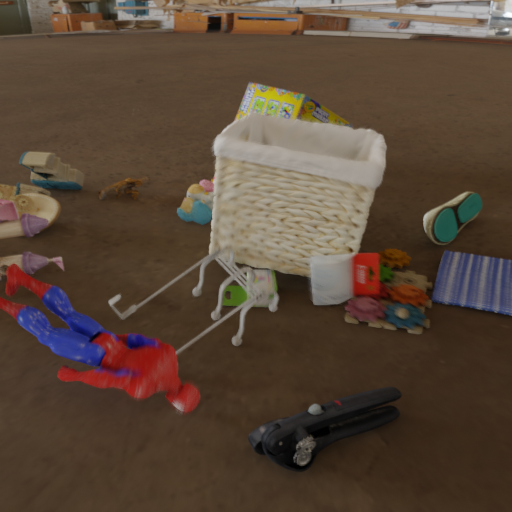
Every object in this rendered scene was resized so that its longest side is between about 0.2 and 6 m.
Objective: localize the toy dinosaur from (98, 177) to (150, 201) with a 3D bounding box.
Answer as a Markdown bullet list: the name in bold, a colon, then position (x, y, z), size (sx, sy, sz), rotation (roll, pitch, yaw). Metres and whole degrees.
- **toy dinosaur**: position (-3.234, -1.857, 14.449), size (1.733, 0.524, 0.921), rotation (-24, 35, -37)

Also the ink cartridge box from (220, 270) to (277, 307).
- **ink cartridge box**: position (-0.147, 0.575, 10.033), size (0.981, 0.372, 0.725), rotation (2, 28, -4)

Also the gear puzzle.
- **gear puzzle**: position (2.519, 0.466, 10.285), size (1.408, 0.356, 2.718), rotation (9, 29, 15)

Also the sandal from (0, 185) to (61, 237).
- **sandal**: position (-5.755, -1.127, 12.256), size (2.864, 0.942, 1.050), rotation (7, 70, 22)

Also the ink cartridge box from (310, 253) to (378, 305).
- **ink cartridge box**: position (1.517, 0.407, 9.568), size (1.140, 0.912, 0.269), rotation (-3, 36, 8)

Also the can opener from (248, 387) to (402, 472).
- **can opener**: position (0.966, 2.053, 7.015), size (2.117, 0.671, 0.832), rotation (-13, 30, -22)

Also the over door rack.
- **over door rack**: position (-1.018, 0.894, 9.197), size (2.354, 0.784, 1.739), rotation (-26, 37, -17)

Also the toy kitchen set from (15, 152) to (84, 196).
- **toy kitchen set**: position (-5.322, -1.541, 13.773), size (1.220, 1.660, 2.072), rotation (4, -8, 7)

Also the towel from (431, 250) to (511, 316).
- **towel**: position (4.614, 0.595, 10.227), size (2.523, 0.301, 1.827), rotation (10, 32, 20)

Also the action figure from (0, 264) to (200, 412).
- **action figure**: position (-2.247, 1.249, 7.734), size (3.316, 0.857, 1.085), rotation (25, 29, 10)

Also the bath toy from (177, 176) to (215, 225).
- **bath toy**: position (-1.123, -1.453, 13.511), size (0.768, 0.903, 2.078), rotation (-28, 13, 32)

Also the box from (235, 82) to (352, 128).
- **box**: position (1.018, -3.659, 15.880), size (2.241, 1.419, 2.327), rotation (27, 9, 41)

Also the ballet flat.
- **ballet flat**: position (4.186, -0.797, 12.393), size (0.822, 0.822, 2.365), rotation (24, 35, 37)

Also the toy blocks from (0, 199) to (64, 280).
- **toy blocks**: position (-4.889, -0.645, 10.248), size (2.162, 2.400, 2.569), rotation (-10, 27, -5)

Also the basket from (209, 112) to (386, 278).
- **basket**: position (0.843, -1.240, 10.884), size (2.963, 2.383, 2.937), rotation (10, 24, 8)
